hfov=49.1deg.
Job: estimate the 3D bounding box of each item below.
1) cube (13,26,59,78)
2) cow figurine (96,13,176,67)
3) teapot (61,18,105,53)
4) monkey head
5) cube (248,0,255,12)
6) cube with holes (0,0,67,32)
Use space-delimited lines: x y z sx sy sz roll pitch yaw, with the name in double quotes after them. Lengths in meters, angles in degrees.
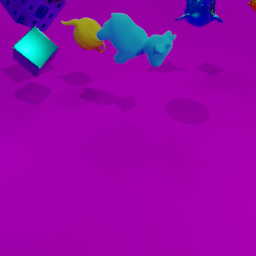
-2.722 -2.205 8.228 0.903 0.903 0.903 40 70 -13 "cube"
0.245 -2.325 7.286 1.712 1.740 0.955 -15 36 43 "cow figurine"
-1.324 -2.930 8.817 0.792 1.617 1.006 -22 46 38 "teapot"
2.342 -3.713 8.877 1.629 0.982 1.172 1 18 -5 "monkey head"
4.335 -3.906 8.507 0.761 0.761 0.761 -28 71 -30 "cube"
-2.916 -3.907 8.443 1.226 1.226 1.226 52 22 13 "cube with holes"
